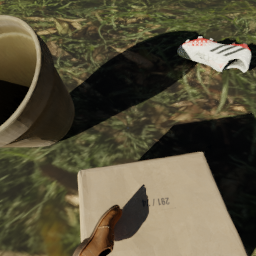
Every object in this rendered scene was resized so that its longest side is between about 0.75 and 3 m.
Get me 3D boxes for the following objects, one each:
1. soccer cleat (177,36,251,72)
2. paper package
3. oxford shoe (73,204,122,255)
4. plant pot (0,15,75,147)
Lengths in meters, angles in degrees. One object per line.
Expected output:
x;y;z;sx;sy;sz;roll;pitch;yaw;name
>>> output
2.947;-2.447;9.619;2.490;0.855;1.061;7;64;5;soccer cleat
0.468;1.785;4.916;2.482;1.284;2.366;-7;46;-6;paper package
-0.323;1.549;3.952;0.388;0.388;1.087;17;40;22;oxford shoe
-2.494;-0.655;6.425;2.799;2.429;2.799;-6;71;18;plant pot
